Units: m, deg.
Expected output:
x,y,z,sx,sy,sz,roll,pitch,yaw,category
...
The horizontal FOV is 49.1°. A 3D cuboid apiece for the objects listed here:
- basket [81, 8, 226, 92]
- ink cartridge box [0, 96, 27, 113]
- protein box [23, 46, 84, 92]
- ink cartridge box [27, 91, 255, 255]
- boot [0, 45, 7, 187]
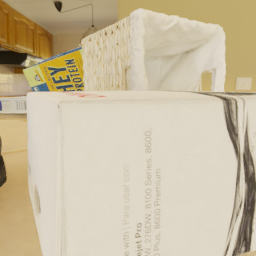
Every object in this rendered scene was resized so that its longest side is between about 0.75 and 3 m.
x,y,z,sx,sy,sz,roll,pitch,yaw,category
0.472,-0.711,5.014,2.118,2.099,1.703,-6,8,-38,basket
-3.735,-0.942,11.395,2.960,0.602,2.966,1,6,27,ink cartridge box
-1.465,-1.694,8.898,2.394,1.615,2.376,-15,21,13,protein box
0.438,0.188,2.382,2.377,1.001,1.719,-4,9,-24,ink cartridge box
-1.541,-0.111,2.043,0.894,1.685,2.560,-1,8,-15,boot
